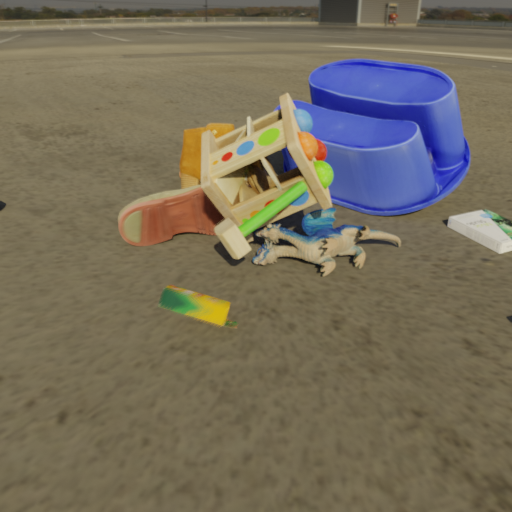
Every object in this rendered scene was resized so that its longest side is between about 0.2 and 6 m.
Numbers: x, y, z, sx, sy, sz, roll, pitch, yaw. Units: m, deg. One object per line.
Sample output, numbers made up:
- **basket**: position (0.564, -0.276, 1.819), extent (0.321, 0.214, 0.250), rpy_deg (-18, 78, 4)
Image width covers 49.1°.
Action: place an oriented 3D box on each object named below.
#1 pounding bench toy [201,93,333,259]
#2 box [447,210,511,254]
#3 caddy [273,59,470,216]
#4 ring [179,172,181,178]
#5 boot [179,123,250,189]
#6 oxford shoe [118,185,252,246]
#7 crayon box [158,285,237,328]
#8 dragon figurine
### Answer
- **pounding bench toy**: position (0.289, -1.224, 9.534), extent (1.948, 1.551, 2.497), rpy_deg (-21, 44, 17)
- **box**: position (4.837, -0.527, 11.456), extent (1.064, 0.268, 1.474), rpy_deg (-12, 30, -22)
- **caddy**: position (2.649, -2.702, 13.302), extent (4.690, 2.462, 3.315), rpy_deg (24, 62, 38)
- **ring**: position (-1.020, -2.131, 14.782), extent (2.005, 0.192, 2.005), rpy_deg (0, 26, 0)
- **boot**: position (-0.533, -2.052, 12.614), extent (2.523, 1.806, 0.888), rpy_deg (6, 2, 11)
- **oxford shoe**: position (-1.320, -1.045, 11.590), extent (3.122, 1.105, 1.152), rpy_deg (-8, 25, -17)
- **crayon box**: position (-0.797, 0.733, 8.170), extent (1.155, 0.293, 0.733), rpy_deg (17, 0, -3)
- **dragon figurine**: position (1.327, -0.352, 10.440), extent (2.878, 0.847, 1.431), rpy_deg (-17, 32, -28)
